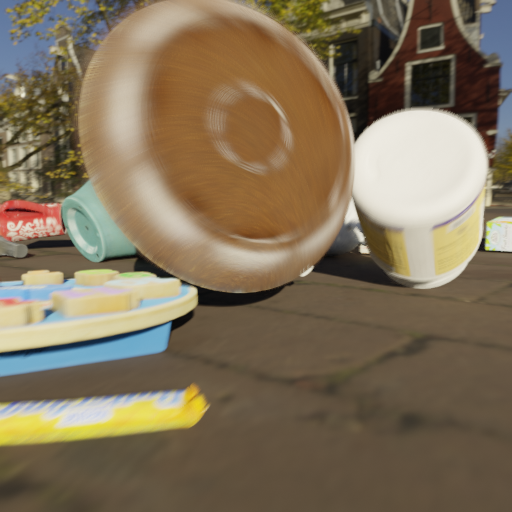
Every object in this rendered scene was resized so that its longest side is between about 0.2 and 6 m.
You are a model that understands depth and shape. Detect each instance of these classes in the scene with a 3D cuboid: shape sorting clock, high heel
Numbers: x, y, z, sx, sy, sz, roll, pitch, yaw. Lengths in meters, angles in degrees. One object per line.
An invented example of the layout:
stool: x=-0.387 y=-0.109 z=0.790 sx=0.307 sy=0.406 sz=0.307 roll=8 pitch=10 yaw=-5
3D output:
shape sorting clock: x=-1.964 y=0.322 z=3.969 sx=3.076 sy=0.603 sz=3.076 roll=0 pitch=6 yaw=0
high heel: x=-4.533 y=-0.206 z=8.732 sx=1.091 sy=0.546 sz=1.530 roll=9 pitch=-3 yaw=36

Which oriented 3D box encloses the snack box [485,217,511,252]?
snack box: x=5.222 y=-0.400 z=10.499 sx=1.524 sy=0.568 sz=2.143 roll=3 pitch=7 yaw=28

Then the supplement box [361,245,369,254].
supplement box: x=2.517 y=-0.296 z=9.786 sx=0.860 sy=0.502 sz=1.365 roll=3 pitch=5 yaw=39

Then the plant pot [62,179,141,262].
plant pot: x=-2.116 y=-0.675 z=8.843 sx=1.610 sy=1.610 sz=1.513 roll=6 pitch=30 yaw=44

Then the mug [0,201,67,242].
mug: x=-3.955 y=-0.606 z=9.898 sx=1.034 sy=0.690 sz=0.918 roll=-5 pitch=0 yaw=-8

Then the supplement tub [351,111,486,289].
supplement tub: x=1.661 y=-0.486 z=5.737 sx=1.252 sy=1.252 sz=1.722 roll=2 pitch=-26 yaw=21

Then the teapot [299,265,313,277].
teapot: x=0.051 y=-0.142 z=6.488 sx=1.424 sy=1.054 sz=1.443 roll=-28 pitch=11 yaw=30

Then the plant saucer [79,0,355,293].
plant saucer: x=-0.099 y=-0.933 z=4.353 sx=2.417 sy=2.417 sz=0.388 roll=-4 pitch=-6 yaw=-32

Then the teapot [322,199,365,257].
teapot: x=1.172 y=-0.726 z=9.082 sx=1.488 sy=1.468 sz=1.087 roll=-7 pitch=-18 yaw=14

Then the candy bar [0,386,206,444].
candy bar: x=-0.835 y=0.725 z=2.526 sx=1.208 sy=0.134 sz=0.301 roll=-2 pitch=7 yaw=-12
